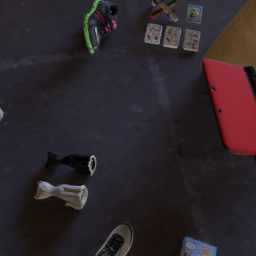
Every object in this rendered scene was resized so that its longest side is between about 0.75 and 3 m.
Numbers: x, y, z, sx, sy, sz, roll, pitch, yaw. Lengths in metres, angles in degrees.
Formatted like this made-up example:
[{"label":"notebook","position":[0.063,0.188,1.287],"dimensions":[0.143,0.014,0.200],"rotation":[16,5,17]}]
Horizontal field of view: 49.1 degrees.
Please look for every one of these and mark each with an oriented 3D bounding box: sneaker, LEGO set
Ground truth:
[{"label":"sneaker","position":[-0.921,-3.719,10.004],"dimensions":[1.037,0.950,2.475],"rotation":[8,62,9]},{"label":"LEGO set","position":[1.754,-4.046,10.566],"dimensions":[1.956,0.643,2.618],"rotation":[10,71,3]},{"label":"sneaker","position":[-0.380,2.875,6.469],"dimensions":[0.576,0.618,1.560],"rotation":[30,63,17]}]

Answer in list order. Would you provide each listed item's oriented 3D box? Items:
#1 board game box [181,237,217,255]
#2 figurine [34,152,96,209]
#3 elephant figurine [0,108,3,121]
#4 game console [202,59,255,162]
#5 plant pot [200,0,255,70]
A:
[{"label":"board game box","position":[1.590,3.178,6.537],"dimensions":[0.765,0.185,1.011],"rotation":[17,63,9]},{"label":"figurine","position":[-1.706,1.316,7.430],"dimensions":[1.401,0.618,1.436],"rotation":[6,61,12]},{"label":"elephant figurine","position":[-4.738,0.410,7.187],"dimensions":[2.199,2.006,2.835],"rotation":[31,71,0]},{"label":"game console","position":[1.657,-0.161,4.331],"dimensions":[0.901,1.308,1.517],"rotation":[-8,64,5]},{"label":"plant pot","position":[4.199,-1.995,8.208],"dimensions":[2.994,2.790,2.790],"rotation":[42,68,10]}]
